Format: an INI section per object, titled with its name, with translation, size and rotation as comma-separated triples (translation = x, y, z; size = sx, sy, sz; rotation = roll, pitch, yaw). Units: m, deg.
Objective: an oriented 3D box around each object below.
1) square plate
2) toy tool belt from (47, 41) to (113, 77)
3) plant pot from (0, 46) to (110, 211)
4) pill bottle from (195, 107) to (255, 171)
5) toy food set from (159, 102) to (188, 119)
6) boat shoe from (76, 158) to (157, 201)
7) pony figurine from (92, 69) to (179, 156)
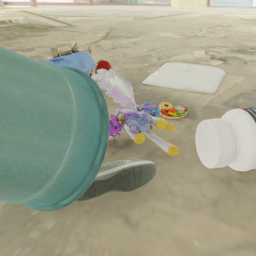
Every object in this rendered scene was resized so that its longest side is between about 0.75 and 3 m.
[square plate]
translation = 2.282, -2.092, 10.995
size = 2.693, 0.383, 2.668
rotation = 13, 31, 22
[toy tool belt]
translation = -1.634, -1.746, 8.380
size = 2.635, 1.619, 1.645
rotation = -25, 59, -16
[plant pot]
translation = -2.013, -0.115, 3.907
size = 2.561, 2.561, 2.508
rotation = 21, -1, 33
[pill bottle]
translation = 2.556, 0.204, 5.698
size = 2.121, 1.268, 1.268
rotation = -6, 29, -12
[toy food set]
translation = 1.316, -0.510, 8.188
size = 0.847, 0.208, 0.856
rotation = 4, 28, 8
[boat shoe]
translation = -0.300, 0.869, 5.196
size = 1.683, 0.620, 0.540
rotation = -14, 35, -12
[pony figurine]
translation = 0.017, -0.211, 6.513
size = 2.000, 1.726, 2.072
rotation = 20, 9, -36
